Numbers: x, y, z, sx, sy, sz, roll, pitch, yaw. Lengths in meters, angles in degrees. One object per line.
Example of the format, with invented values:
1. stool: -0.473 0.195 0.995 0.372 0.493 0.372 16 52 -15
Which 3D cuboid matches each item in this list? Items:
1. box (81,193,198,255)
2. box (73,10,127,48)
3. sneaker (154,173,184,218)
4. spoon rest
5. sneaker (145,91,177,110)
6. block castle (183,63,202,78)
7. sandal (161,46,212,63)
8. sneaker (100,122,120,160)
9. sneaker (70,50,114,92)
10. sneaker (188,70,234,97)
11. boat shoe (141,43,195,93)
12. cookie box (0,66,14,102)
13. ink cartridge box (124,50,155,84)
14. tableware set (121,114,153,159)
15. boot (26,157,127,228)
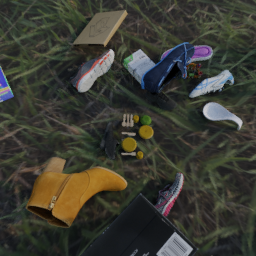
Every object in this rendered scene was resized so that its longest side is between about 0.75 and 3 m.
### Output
1. box: 0.181 3.198 7.020 1.754 2.822 2.096 42 72 16
2. box: -1.121 -4.001 11.315 1.642 0.214 2.008 10 59 34
3. sneaker: 1.259 2.064 8.755 0.591 0.638 1.583 28 69 15
4. spoon rest: 3.389 -0.434 9.996 1.459 0.442 0.725 27 68 11
5. sneaker: 1.201 -1.085 10.220 1.258 0.571 0.478 27 66 10
6. block castle: 2.447 -2.234 10.846 0.795 0.373 0.531 -1 65 0
7. sandal: 2.321 -2.996 11.107 2.123 0.522 0.864 -14 66 -6
8. sneaker: -0.556 0.439 9.654 0.643 0.370 1.233 17 72 8
9. sneaker: -1.412 -2.350 10.692 0.873 0.821 2.131 34 69 21
10. sneaker: 3.108 -1.546 10.407 1.828 0.657 0.662 -26 79 -7
11. boat shoe: 1.641 -2.048 10.122 0.915 1.122 2.666 35 71 31
12. cookie box: -5.220 -1.638 10.448 1.344 0.590 1.571 -26 69 -13
13. ink cartridge box: 0.504 -2.347 10.834 0.836 0.482 1.146 -35 70 -14
14. tableware set: 0.324 0.272 9.802 1.114 0.254 1.654 3 64 -3
15. boot: -1.395 2.006 8.134 2.684 0.944 1.921 18 43 -9
